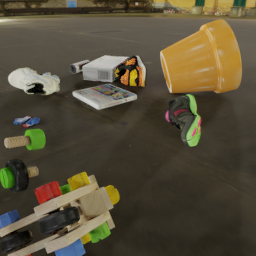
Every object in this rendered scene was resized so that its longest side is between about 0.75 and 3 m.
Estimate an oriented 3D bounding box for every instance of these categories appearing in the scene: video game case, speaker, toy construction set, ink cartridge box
[{"bbox_3d":[-0.907,-1.240,10.677,1.719,0.217,1.886,-19,31,-33],"label":"video game case"},{"bbox_3d":[-2.394,-3.099,14.165,0.475,0.475,1.169,16,30,30],"label":"speaker"},{"bbox_3d":[-0.545,1.410,3.945,1.817,1.972,2.364,-9,45,-43],"label":"toy construction set"},{"bbox_3d":[-0.955,-2.930,13.606,1.469,0.679,2.696,8,26,16],"label":"ink cartridge box"}]

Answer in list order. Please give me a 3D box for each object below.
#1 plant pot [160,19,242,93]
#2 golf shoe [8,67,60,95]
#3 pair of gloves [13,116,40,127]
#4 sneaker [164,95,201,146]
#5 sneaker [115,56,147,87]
[{"bbox_3d":[2.648,-2.474,10.856,2.466,2.694,2.694,-16,26,5],"label":"plant pot"},{"bbox_3d":[-3.904,-1.777,11.079,2.330,0.912,1.133,7,33,16],"label":"golf shoe"},{"bbox_3d":[-3.170,-0.220,8.737,0.764,0.087,0.614,13,29,24],"label":"pair of gloves"},{"bbox_3d":[1.329,-0.179,6.931,0.829,0.759,1.978,-3,29,6],"label":"sneaker"},{"bbox_3d":[-0.002,-2.633,12.625,1.257,0.977,2.794,-2,28,-11],"label":"sneaker"}]
